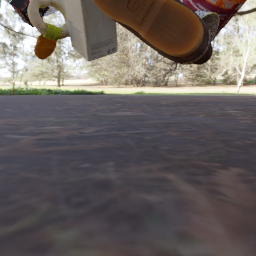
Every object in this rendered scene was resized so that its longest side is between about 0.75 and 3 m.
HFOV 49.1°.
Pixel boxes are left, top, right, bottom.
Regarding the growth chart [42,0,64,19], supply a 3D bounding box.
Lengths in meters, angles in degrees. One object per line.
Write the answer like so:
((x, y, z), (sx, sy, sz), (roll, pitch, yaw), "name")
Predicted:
((-2.784, -4.335, 9.574), (1.413, 1.023, 0.125), (-42, 34, -26), "growth chart")

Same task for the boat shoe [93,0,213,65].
((0.284, -1.790, 4.289), (2.456, 0.864, 0.864), (52, 25, 21), "boat shoe")

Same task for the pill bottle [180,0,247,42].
((2.037, -3.266, 7.687), (1.598, 1.598, 2.798), (-2, -19, -16), "pill bottle")

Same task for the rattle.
((-1.968, -2.663, 6.478), (1.090, 1.675, 1.196), (-29, 1, -23), "rattle")

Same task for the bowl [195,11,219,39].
((1.464, -2.241, 6.592), (1.300, 1.300, 0.610), (-10, 50, -50), "bowl")

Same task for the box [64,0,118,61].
((-0.777, -2.591, 5.527), (0.785, 2.295, 0.943), (-24, 49, -24), "box")

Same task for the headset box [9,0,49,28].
((-2.885, -3.611, 8.207), (0.431, 0.831, 1.117), (34, -5, 9), "headset box")
